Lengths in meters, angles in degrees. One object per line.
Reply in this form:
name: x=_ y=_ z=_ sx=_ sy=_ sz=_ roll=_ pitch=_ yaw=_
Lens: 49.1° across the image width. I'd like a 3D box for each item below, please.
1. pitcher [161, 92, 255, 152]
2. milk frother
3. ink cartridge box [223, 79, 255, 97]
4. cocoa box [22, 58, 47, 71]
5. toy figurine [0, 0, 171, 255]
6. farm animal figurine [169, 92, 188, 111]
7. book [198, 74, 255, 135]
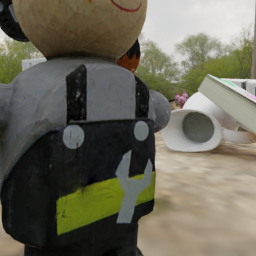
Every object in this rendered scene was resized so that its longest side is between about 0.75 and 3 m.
pitcher: x=1.481 y=-0.093 z=4.584 sx=1.390 sy=0.982 sz=1.620 roll=10 pitch=18 yaw=28
milk frother: x=-1.637 y=-2.373 z=7.046 sx=2.144 sy=2.376 sz=2.235 roll=-6 pitch=12 yaw=14
ink cartridge box: x=3.946 y=-0.669 z=7.562 sx=2.014 sy=1.173 sz=2.785 roll=-2 pitch=14 yaw=-26
cocoa box: x=-2.979 y=-1.425 z=11.005 sx=1.594 sy=2.391 sz=1.569 roll=-1 pitch=4 yaw=17
toy figurine: x=-0.850 y=-0.209 z=1.819 sx=2.200 sy=1.555 sz=2.235 roll=0 pitch=5 yaw=5
farm animal figurine: x=1.320 y=-0.324 z=7.580 sx=1.840 sy=0.959 sz=1.820 roll=-10 pitch=-4 yaw=-22
book: x=1.826 y=-0.162 z=3.802 sx=1.577 sy=0.379 sz=1.054 roll=42 pitch=27 yaw=30
